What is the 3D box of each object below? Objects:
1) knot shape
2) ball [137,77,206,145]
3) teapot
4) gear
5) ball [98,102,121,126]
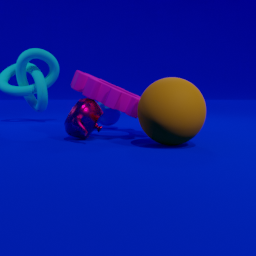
[{"bbox_3d":[-3.163,-1.711,9.322,2.079,1.946,0.961,39,11,6],"label":"knot shape"},{"bbox_3d":[0.740,-0.280,4.802,1.158,1.158,1.158,0,6,0],"label":"ball"},{"bbox_3d":[-0.823,-0.137,5.519,0.676,0.859,1.381,33,15,-3],"label":"teapot"},{"bbox_3d":[-0.267,-0.691,6.094,1.935,0.358,1.935,24,9,-4],"label":"gear"},{"bbox_3d":[-0.552,-0.416,7.490,0.718,0.718,0.718,0,6,0],"label":"ball"}]
